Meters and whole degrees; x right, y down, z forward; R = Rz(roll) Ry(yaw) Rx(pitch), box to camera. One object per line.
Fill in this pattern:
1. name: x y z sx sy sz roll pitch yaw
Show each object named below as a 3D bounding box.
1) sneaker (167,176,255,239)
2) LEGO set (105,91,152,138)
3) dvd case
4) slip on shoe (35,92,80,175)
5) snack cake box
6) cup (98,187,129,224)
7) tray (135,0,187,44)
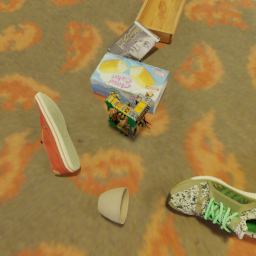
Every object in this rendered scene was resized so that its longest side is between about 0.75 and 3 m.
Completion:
1. sneaker: 2.230 1.858 6.191 2.727 1.208 1.049 11 106 7
2. LEGO set: 0.061 -0.505 7.531 1.197 1.556 0.902 30 67 22
3. dvd case: 0.185 -2.780 9.340 1.086 0.117 1.460 43 84 11
4. slip on shoe: -2.037 0.133 7.444 0.734 0.888 2.399 -26 77 11
5. snack cake box: 0.049 -1.392 8.527 2.073 0.697 1.192 20 61 11
6. cup: -0.359 1.769 6.495 0.582 0.814 0.814 2 60 13
7. tray: 1.298 -4.385 10.334 1.401 0.526 2.841 16 61 9
